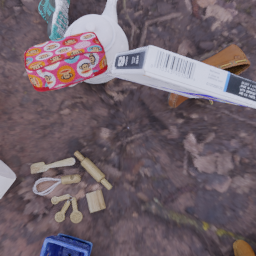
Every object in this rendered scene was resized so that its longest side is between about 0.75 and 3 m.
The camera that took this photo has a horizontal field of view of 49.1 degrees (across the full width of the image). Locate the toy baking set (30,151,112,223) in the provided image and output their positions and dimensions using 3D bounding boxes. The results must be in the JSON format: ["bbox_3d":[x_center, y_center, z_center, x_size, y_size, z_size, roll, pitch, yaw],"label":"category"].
[{"bbox_3d":[-1.651,1.569,7.904,1.804,0.273,2.350,-39,77,-11],"label":"toy baking set"}]

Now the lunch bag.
[{"bbox_3d":[-1.564,-1.753,6.919,1.910,0.782,1.682,-18,43,-8],"label":"lunch bag"}]

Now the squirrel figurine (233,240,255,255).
[{"bbox_3d":[4.384,3.865,6.588,2.632,1.995,2.820,-10,87,-14],"label":"squirrel figurine"}]

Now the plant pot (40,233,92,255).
[{"bbox_3d":[-1.512,3.266,6.918,1.110,0.998,1.110,14,85,6],"label":"plant pot"}]

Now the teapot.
[{"bbox_3d":[-1.050,-2.513,8.448,2.245,1.661,2.275,-17,76,-4],"label":"teapot"}]

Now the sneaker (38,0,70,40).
[{"bbox_3d":[-2.568,-3.842,9.467,0.982,0.835,2.153,-5,68,15],"label":"sneaker"}]

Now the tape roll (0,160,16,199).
[{"bbox_3d":[-4.204,0.829,6.751,2.877,2.877,1.006,34,78,10],"label":"tape roll"}]

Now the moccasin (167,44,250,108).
[{"bbox_3d":[2.464,-1.437,8.526,2.920,1.068,1.127,-30,66,-19],"label":"moccasin"}]

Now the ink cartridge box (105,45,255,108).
[{"bbox_3d":[0.901,-0.937,5.302,2.259,2.281,0.495,12,96,-21],"label":"ink cartridge box"}]
